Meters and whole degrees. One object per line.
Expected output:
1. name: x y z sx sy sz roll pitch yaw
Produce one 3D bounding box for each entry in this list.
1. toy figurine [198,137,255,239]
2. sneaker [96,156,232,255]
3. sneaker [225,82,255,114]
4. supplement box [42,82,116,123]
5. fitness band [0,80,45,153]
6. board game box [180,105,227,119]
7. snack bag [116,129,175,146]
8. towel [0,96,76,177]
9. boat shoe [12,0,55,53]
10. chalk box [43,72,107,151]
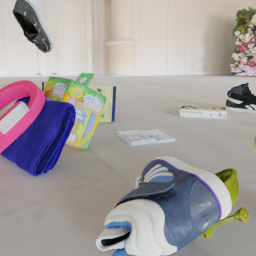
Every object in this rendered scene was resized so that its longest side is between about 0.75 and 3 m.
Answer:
1. toy figurine: 1.969 0.892 3.198 2.408 1.442 1.270 -41 11 28
2. sneaker: 0.156 0.904 3.300 1.326 0.730 1.811 -21 6 -19
3. sneaker: 5.005 -1.202 11.185 2.159 1.208 0.789 9 17 33
4. supplement box: -1.642 -0.859 9.256 1.792 1.204 1.794 -4 10 -44
5. fitness band: -2.706 -0.052 5.463 2.453 0.459 1.762 -47 37 -21
6. board game box: 2.880 -0.627 10.732 1.688 0.292 1.065 4 15 15
7. snack bag: 0.471 0.210 7.533 1.308 0.140 1.233 -4 13 -18
8. towel: -1.941 0.080 5.775 2.002 1.478 0.496 14 -17 43
9. boat shoe: -3.075 -3.171 9.057 0.835 0.689 2.434 17 -21 10
10. chalk box: -1.327 -0.524 6.513 1.088 1.758 1.094 23 -6 -42
